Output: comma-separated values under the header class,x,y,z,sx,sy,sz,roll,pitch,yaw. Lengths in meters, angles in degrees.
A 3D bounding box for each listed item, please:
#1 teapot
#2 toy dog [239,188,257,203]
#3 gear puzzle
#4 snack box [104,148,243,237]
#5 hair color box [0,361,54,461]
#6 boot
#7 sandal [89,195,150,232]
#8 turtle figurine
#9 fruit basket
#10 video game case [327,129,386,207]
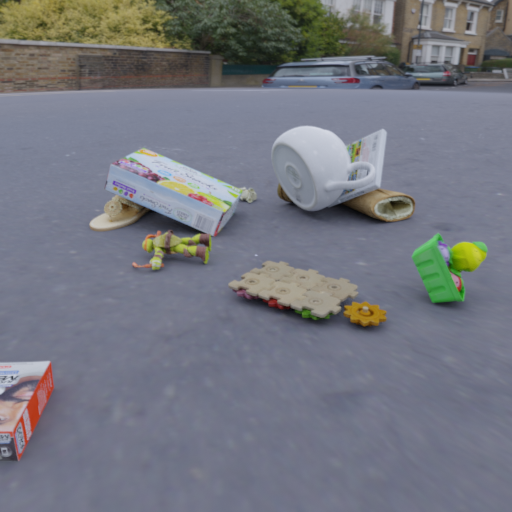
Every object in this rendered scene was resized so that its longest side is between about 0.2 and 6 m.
class,x,y,z,sx,sy,sz,roll,pitch,yaw
teapot,1.428,-2.064,12.470,1.487,2.036,2.009,-30,-4,-18
toy dog,-0.276,-1.554,14.048,0.524,0.365,0.508,14,13,33
gear puzzle,0.853,0.639,8.452,2.404,0.315,1.245,15,28,32
snack box,-1.721,-1.434,12.192,2.542,0.673,1.808,24,22,2
hair color box,-2.631,1.581,5.833,0.686,0.395,1.237,-1,22,-4
boot,2.030,-1.419,13.052,2.215,0.837,2.529,-11,25,-26
sandal,-2.826,-1.297,12.706,0.911,0.817,2.483,14,25,31
turtle figurine,-1.514,-0.217,10.301,1.334,0.533,1.655,1,21,3
fruit basket,3.009,0.125,8.493,1.075,1.075,0.775,8,17,21
video game case,2.280,-2.001,12.869,0.185,1.619,1.474,33,-34,-32
